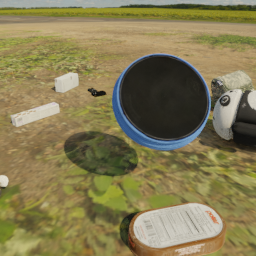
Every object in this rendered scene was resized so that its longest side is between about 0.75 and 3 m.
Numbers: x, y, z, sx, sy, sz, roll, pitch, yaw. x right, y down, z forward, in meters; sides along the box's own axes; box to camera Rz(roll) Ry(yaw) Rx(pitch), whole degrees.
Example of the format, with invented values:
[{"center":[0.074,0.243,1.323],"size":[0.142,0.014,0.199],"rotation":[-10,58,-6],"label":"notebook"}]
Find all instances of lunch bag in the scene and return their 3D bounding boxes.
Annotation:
[{"center":[4.394,-1.613,11.841],"size":[1.697,1.424,1.183],"rotation":[-21,0,-24],"label":"lunch bag"}]

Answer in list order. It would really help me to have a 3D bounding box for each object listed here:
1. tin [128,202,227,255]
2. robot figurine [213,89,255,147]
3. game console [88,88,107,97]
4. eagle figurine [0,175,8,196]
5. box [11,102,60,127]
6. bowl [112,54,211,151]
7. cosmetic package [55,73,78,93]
[{"center":[1.038,2.135,5.860],"size":[2.106,0.441,1.179],"rotation":[-6,31,-13],"label":"tin"},{"center":[4.266,-0.291,9.057],"size":[2.925,1.825,2.198],"rotation":[14,-11,26],"label":"robot figurine"},{"center":[-1.627,-1.829,14.138],"size":[0.676,0.138,1.146],"rotation":[-16,32,-30],"label":"game console"},{"center":[-3.448,1.534,6.922],"size":[0.658,0.655,0.868],"rotation":[15,18,8],"label":"eagle figurine"},{"center":[-3.695,-0.564,11.287],"size":[0.382,0.409,1.973],"rotation":[23,35,38],"label":"box"},{"center":[0.738,-0.603,5.954],"size":[2.142,2.142,0.420],"rotation":[-5,-15,-9],"label":"bowl"},{"center":[-3.180,-2.381,14.608],"size":[0.516,0.708,1.393],"rotation":[11,29,21],"label":"cosmetic package"}]
